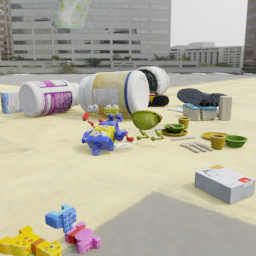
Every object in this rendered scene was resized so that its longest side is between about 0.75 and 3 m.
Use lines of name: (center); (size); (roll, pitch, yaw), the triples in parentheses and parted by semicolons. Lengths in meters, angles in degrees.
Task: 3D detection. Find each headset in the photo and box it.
headset: (3.827, -0.923, 13.205); (0.996, 0.758, 1.614); (17, 35, 21)

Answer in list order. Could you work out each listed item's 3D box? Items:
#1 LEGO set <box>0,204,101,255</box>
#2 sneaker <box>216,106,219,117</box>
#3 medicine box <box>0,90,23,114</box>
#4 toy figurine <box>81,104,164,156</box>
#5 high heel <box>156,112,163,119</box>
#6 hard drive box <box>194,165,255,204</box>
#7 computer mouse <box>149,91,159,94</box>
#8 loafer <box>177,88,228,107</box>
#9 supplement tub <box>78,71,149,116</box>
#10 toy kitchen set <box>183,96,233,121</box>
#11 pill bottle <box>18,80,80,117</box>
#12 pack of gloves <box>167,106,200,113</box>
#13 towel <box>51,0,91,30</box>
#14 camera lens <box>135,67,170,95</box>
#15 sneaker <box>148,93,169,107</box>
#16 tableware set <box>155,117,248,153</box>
LEGO set: (-0.897, 1.421, 3.256); (0.675, 0.627, 1.644); (9, 18, 35)
sneaker: (3.947, -0.646, 12.212); (1.007, 0.378, 0.454); (-31, 61, -33)
medicine box: (-5.437, -1.256, 13.371); (1.100, 1.002, 0.566); (-11, 18, -39)
toy figurine: (-0.392, 0.321, 7.805); (2.502, 1.320, 1.499); (4, 43, 27)
high heel: (1.125, -0.541, 11.513); (0.651, 0.456, 1.353); (-21, 19, -29)
hard drive box: (1.830, 1.050, 5.351); (0.686, 0.338, 0.880); (-9, 17, -31)
computer mouse: (1.149, -1.855, 16.253); (1.570, 1.088, 0.414); (14, 2, 16)
loafer: (3.947, -1.462, 14.833); (2.715, 0.976, 0.855); (12, -10, 25)
supplement tub: (-0.609, -1.460, 12.130); (2.670, 1.928, 1.928); (2, 13, 24)
toy kitchen set: (3.358, -0.924, 12.033); (1.686, 0.993, 1.351); (-1, 14, -6)
pill bottle: (-3.472, -1.447, 13.036); (1.548, 1.548, 2.757); (11, 17, 38)
pack of gloves: (3.064, -1.016, 13.785); (1.492, 0.350, 1.776); (-11, 18, -35)
towel: (-1.909, -3.989, 9.483); (0.346, 1.229, 1.436); (34, 29, 21)
camera lens: (1.378, -2.806, 17.560); (2.010, 2.010, 2.513); (6, 14, 24)
sneaker: (1.120, -1.526, 15.210); (2.213, 0.774, 0.996); (5, 7, 5)
tableware set: (2.269, 0.099, 9.018); (1.971, 0.449, 2.926); (-4, 14, -18)
